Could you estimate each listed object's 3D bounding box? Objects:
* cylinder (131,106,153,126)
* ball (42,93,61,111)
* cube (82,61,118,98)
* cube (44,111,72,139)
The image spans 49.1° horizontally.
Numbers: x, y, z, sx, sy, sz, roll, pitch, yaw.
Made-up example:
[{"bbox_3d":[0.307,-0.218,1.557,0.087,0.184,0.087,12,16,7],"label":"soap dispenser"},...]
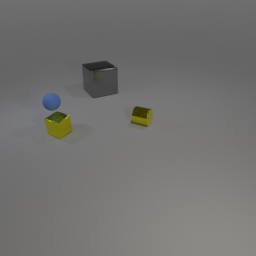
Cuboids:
[{"bbox_3d":[0.592,-0.507,11.547,0.700,0.700,0.700,14,32,23],"label":"cylinder"},{"bbox_3d":[-2.991,-1.025,10.957,0.700,0.700,0.700,0,30,0],"label":"ball"},{"bbox_3d":[-1.435,-2.530,14.405,1.400,1.400,1.400,-15,33,-24],"label":"cube"},{"bbox_3d":[-2.681,-0.129,10.837,0.700,0.700,0.700,17,38,28],"label":"cube"}]
